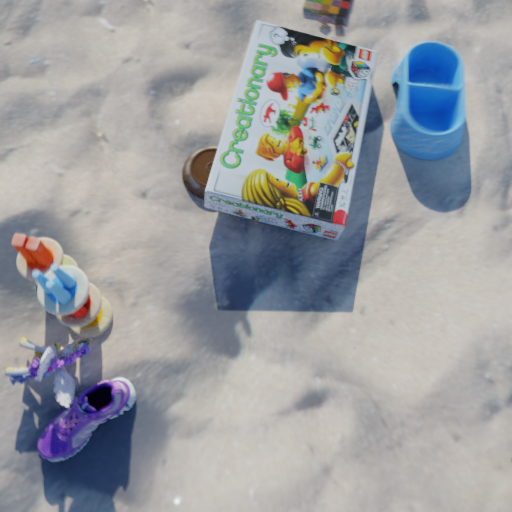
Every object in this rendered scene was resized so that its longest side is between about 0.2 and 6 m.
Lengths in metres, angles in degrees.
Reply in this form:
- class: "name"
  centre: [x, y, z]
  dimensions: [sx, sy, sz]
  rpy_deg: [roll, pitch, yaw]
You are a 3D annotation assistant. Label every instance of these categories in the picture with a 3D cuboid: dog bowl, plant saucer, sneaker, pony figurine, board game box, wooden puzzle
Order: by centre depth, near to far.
- class: "sneaker"
  centre: [-3.172, 2.920, 10.232]
  dimensions: [1.975, 0.873, 0.794]
  rpy_deg: [-38, 74, -13]
- class: "pony figurine"
  centre: [-3.885, 2.041, 10.484]
  dimensions: [1.443, 1.202, 1.393]
  rpy_deg: [-7, 40, 12]
- class: "board game box"
  centre: [0.866, -2.899, 12.489]
  dimensions: [2.969, 0.814, 4.703]
  rpy_deg: [14, 68, -1]
- class: "plant saucer"
  centre: [-0.968, -1.915, 12.536]
  dimensions: [1.413, 0.259, 1.413]
  rpy_deg: [0, 68, -1]
- class: "dog bowl"
  centre: [4.034, -3.694, 12.997]
  dimensions: [1.668, 0.742, 2.992]
  rpy_deg: [6, 68, 2]
- class: "wooden puzzle"
  centre: [1.889, -6.721, 14.563]
  dimensions: [1.162, 0.138, 1.960]
  rpy_deg: [15, 69, 6]

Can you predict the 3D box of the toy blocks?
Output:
- class: "toy blocks"
  centre: [-3.768, 0.353, 10.358]
  dimensions: [0.930, 2.560, 2.134]
  rpy_deg: [-40, 74, -14]
